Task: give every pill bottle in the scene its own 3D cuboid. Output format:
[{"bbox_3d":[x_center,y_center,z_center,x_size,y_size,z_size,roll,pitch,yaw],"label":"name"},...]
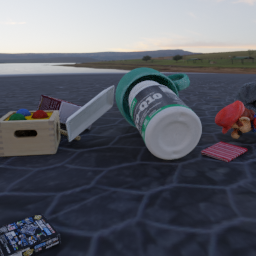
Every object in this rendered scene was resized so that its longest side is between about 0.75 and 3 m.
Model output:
[{"bbox_3d":[0.902,-0.378,8.123,1.513,1.513,2.675,-3,26,-12],"label":"pill bottle"}]

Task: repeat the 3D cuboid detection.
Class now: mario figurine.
[{"bbox_3d":[4.168,0.063,9.193,2.643,1.401,1.632,13,-20,7],"label":"mario figurine"}]

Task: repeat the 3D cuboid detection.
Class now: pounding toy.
[{"bbox_3d":[-2.614,-0.089,8.805,2.175,1.133,2.476,-2,15,-8],"label":"pounding toy"}]

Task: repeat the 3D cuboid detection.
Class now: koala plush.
[{"bbox_3d":[5.814,-1.117,11.322,2.323,2.060,2.135,-12,7,-26],"label":"koala plush"}]

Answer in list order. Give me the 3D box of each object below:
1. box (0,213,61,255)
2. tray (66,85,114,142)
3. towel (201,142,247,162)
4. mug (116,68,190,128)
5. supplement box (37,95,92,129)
[{"bbox_3d":[-1.498,1.596,4.121,0.763,0.191,0.769,-10,17,-36],"label":"box"},{"bbox_3d":[-1.207,-0.502,8.837,0.228,1.105,2.058,37,61,18],"label":"tray"},{"bbox_3d":[2.721,0.665,7.894,1.183,0.133,0.855,-16,23,-42],"label":"towel"},{"bbox_3d":[0.823,-1.183,10.670,2.604,2.139,1.610,4,21,-16],"label":"mug"},{"bbox_3d":[-2.509,-0.670,11.072,1.378,0.771,2.532,14,3,-37],"label":"supplement box"}]
